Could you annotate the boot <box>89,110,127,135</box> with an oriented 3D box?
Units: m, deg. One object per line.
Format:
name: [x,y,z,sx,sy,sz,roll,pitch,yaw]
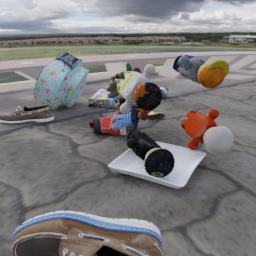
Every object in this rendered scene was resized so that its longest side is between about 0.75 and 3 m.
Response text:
boot: [-0.721,-0.341,10.981,1.445,0.726,2.004,0,24,5]

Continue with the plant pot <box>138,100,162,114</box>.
plant pot: [0.495,-1.155,10.309,1.106,1.075,1.106,-34,15,11]

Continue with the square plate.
square plate: [0.890,0.986,8.013,2.164,0.308,2.144,12,23,27]

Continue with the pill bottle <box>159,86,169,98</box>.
pill bottle: [1.790,-1.916,15.229,0.578,0.578,1.088,9,23,23]

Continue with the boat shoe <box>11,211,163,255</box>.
boat shoe: [-0.680,1.985,4.547,2.556,0.923,0.925,-1,23,-2]

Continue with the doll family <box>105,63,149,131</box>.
doll family: [0.027,-0.994,9.474,1.432,2.478,0.972,-13,-1,33]

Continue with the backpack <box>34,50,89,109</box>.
backpack: [-3.176,-2.099,13.314,2.008,2.303,2.620,34,37,4]

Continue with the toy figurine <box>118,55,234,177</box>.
toy figurine: [1.282,-0.406,7.603,2.922,2.877,2.033,-16,26,-12]

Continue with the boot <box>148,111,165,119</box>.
boot: [1.155,-0.592,12.187,0.792,0.285,0.612,-6,21,-12]

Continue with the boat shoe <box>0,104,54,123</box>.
boat shoe: [-4.265,-0.613,11.688,2.225,0.662,0.799,-3,21,-7]

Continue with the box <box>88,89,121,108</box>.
box: [-0.987,-1.553,14.495,1.501,0.414,2.198,4,21,11]
